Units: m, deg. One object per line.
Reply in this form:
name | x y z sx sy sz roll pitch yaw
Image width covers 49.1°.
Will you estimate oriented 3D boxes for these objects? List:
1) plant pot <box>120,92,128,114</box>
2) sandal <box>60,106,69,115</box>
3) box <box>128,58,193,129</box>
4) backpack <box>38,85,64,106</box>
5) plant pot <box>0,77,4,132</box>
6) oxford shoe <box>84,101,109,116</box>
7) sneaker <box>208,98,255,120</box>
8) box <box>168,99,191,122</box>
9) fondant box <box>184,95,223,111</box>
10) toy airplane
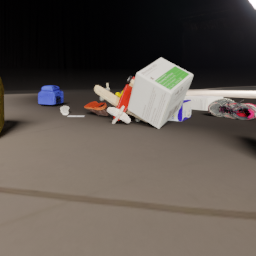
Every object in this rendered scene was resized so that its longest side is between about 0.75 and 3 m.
plant pot | 0.022 -1.345 15.880 1.335 1.335 1.164 -1 29 -5
sandal | -3.551 -0.928 15.675 0.499 0.301 1.227 3 24 -11
box | 1.277 -1.420 11.193 1.622 1.893 1.884 33 47 19
backpack | -5.448 -2.337 20.345 1.441 1.488 1.773 10 9 13
plant pot | -5.374 -0.785 8.889 2.608 2.591 2.668 2 5 11
oxford shoe | -1.705 -0.962 14.859 0.667 0.679 1.873 -37 29 -26
sneaker | 5.109 -0.932 13.796 2.414 0.973 0.901 8 15 35
box | 2.069 -0.932 13.841 1.780 0.934 1.637 6 12 26
fondant box | 4.534 -1.724 18.610 2.056 0.830 2.850 -9 15 -43
toy airplane | -0.206 -1.065 12.469 2.210 2.220 1.566 -16 -9 -23
